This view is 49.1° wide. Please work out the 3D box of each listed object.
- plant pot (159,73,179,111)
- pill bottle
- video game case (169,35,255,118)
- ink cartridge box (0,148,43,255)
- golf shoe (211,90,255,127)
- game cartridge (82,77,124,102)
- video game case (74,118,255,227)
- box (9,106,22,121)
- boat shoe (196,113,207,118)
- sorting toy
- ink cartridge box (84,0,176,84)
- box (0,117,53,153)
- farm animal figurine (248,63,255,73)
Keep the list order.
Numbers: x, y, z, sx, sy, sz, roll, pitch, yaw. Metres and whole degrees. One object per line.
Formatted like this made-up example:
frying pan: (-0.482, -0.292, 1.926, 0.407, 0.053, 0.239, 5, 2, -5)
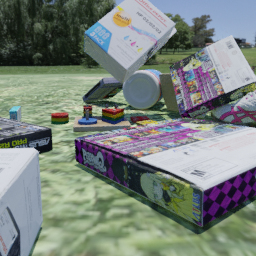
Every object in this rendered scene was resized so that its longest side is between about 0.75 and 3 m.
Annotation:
plant pot: (2.079, -1.288, 10.036, 1.479, 1.309, 1.477, 8, 15, 35)
pill bottle: (0.806, -1.611, 11.163, 1.423, 1.423, 2.535, 4, 14, 17)
video game case: (2.350, -1.488, 8.105, 2.119, 0.419, 2.338, -24, 42, 20)
ink cartridge box: (-1.527, 0.832, 1.786, 1.477, 0.852, 2.036, -1, 13, -4)
golf shoe: (3.166, -0.492, 7.097, 0.855, 1.085, 2.355, -13, 17, -36)
game cartridge: (-0.911, -1.588, 11.721, 1.334, 0.395, 2.057, -6, -12, -33)
video game case: (1.005, 0.373, 4.546, 2.849, 0.510, 2.582, -11, 17, -39)
box: (-3.305, -0.397, 8.242, 0.220, 0.368, 0.895, -3, 13, -14)
boat shoe: (2.331, -0.576, 8.908, 0.361, 0.417, 0.978, 7, 15, 29)
sorting toy: (-0.630, -0.320, 7.619, 2.992, 0.506, 1.442, -1, 13, -7)
ink cartridge box: (0.216, -2.797, 8.144, 2.716, 1.564, 0.921, -46, -5, -19)
box: (-2.728, 0.212, 5.412, 2.031, 0.450, 1.627, 10, 17, 37)
farm animal figurine: (4.280, -0.765, 7.816, 2.399, 1.265, 2.426, 14, 19, -26)
